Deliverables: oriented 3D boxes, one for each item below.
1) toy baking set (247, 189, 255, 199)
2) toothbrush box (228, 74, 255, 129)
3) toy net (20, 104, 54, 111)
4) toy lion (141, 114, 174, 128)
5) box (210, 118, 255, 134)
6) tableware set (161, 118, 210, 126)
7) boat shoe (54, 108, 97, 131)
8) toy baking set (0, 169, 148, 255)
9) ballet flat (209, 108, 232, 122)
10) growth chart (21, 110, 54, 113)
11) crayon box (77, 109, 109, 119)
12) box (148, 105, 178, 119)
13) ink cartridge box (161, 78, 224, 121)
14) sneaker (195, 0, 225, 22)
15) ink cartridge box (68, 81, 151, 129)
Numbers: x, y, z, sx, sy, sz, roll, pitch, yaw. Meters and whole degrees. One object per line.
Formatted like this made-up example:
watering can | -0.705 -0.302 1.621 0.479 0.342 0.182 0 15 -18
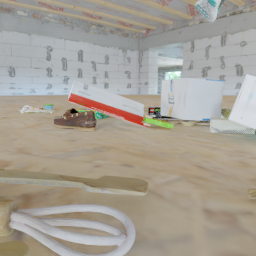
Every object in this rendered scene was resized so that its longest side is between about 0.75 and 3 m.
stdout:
toy baking set | 1.559 0.704 2.706 0.747 0.087 0.573 -1 11 -6
toothbrush box | 3.251 -0.426 5.961 1.670 0.973 2.282 24 19 24
toy net | -4.524 -1.022 13.798 1.621 0.313 0.850 -6 10 -34
toy lion | 0.841 -0.156 7.814 0.847 0.303 0.883 13 6 -4
box | 2.586 -0.059 6.984 1.021 0.349 0.419 2 9 12
tableware set | 1.824 -0.228 8.762 1.299 0.180 1.555 -6 10 -40
boat shoe | -1.466 -0.264 7.691 1.626 0.572 0.572 5 13 38
toy baking set | -1.131 0.717 2.022 2.048 0.310 2.668 10 13 37
ballet flat | 2.781 -0.334 8.656 0.525 0.525 1.486 -1 8 -10
growth chart | -4.067 -0.762 12.640 1.468 0.130 1.063 -1 8 -4
crayon box | -1.329 -0.530 10.376 1.065 0.310 0.632 3 9 18
box | 2.033 -0.597 10.434 2.452 0.426 1.349 1 8 10
ink cartridge box | 1.881 -0.882 8.554 1.203 1.182 1.634 0 7 -19
sneaker | 2.774 -4.072 8.688 1.038 0.883 2.276 -43 -2 7
ink cartridge box | -0.605 -0.807 8.682 2.404 0.844 2.958 18 0 -13
